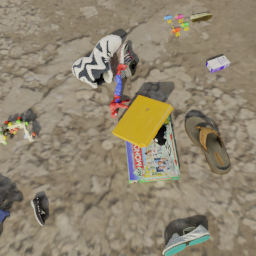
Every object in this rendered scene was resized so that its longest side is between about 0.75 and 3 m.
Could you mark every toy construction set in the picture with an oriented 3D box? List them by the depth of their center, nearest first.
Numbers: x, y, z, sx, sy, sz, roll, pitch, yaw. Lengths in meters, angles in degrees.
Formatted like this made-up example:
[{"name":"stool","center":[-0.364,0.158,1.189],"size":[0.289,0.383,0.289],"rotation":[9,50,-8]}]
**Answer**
[{"name":"toy construction set","center":[-4.537,0.147,11.082],"size":[1.675,0.772,1.098],"rotation":[-5,37,-11]}]

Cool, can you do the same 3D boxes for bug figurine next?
[{"name":"bug figurine","center":[2.474,-5.375,14.311],"size":[1.118,0.371,1.442],"rotation":[-19,63,-10]}]

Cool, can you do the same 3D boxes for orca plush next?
[{"name":"orca plush","center":[1.061,-0.174,10.877],"size":[0.905,0.611,1.720],"rotation":[-5,61,-3]}]

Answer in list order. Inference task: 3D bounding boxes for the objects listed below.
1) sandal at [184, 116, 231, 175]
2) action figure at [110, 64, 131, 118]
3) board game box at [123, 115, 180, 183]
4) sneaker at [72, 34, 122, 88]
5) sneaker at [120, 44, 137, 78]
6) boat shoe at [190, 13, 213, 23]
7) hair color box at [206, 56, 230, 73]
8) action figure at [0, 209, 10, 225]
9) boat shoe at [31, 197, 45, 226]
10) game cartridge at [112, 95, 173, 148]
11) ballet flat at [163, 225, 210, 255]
[{"name":"sandal","center":[3.154,0.555,10.885],"size":[1.078,0.720,2.637],"rotation":[-18,63,-9]},{"name":"action figure","center":[-0.147,-1.461,11.849],"size":[1.108,0.731,2.239],"rotation":[14,85,-7]},{"name":"board game box","center":[0.857,0.699,10.992],"size":[1.893,0.409,2.813],"rotation":[-4,62,-3]},{"name":"sneaker","center":[-0.933,-2.857,12.532],"size":[2.769,1.105,1.802],"rotation":[-40,70,-19]},{"name":"sneaker","center":[0.037,-3.085,12.920],"size":[0.788,0.665,1.802],"rotation":[3,66,1]},{"name":"boat shoe","center":[3.806,-5.779,14.519],"size":[1.142,0.417,0.359],"rotation":[-13,67,1]},{"name":"hair color box","center":[4.191,-2.970,13.043],"size":[0.953,0.309,0.521],"rotation":[-21,63,-9]},{"name":"action figure","center":[-5.311,3.297,9.135],"size":[2.455,1.284,2.374],"rotation":[17,54,-19]},{"name":"boat shoe","center":[-3.088,2.910,9.822],"size":[0.314,0.384,1.039],"rotation":[-28,57,-9]},{"name":"game cartridge","center":[0.535,-0.276,10.647],"size":[1.698,0.312,1.926],"rotation":[24,73,40]},{"name":"ballet flat","center":[1.861,3.706,9.335],"size":[1.735,0.603,0.603],"rotation":[-16,63,-13]}]
